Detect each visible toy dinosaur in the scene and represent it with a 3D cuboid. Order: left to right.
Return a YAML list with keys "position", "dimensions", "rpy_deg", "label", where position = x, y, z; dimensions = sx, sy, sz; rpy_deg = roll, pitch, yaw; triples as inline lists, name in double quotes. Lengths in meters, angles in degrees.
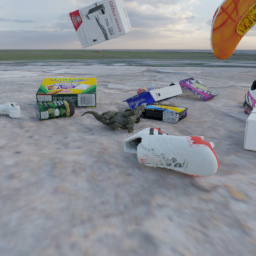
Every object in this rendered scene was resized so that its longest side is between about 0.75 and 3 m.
- position: [-0.355, -0.251, 8.603]
  dimensions: [2.158, 0.830, 1.103]
  rpy_deg: [-10, 7, -12]
  label: "toy dinosaur"

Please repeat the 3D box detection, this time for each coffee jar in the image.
- position: [-2.562, -0.646, 9.901]
  dimensions: [1.290, 0.550, 0.673]
  rpy_deg: [-9, 22, -29]
  label: "coffee jar"

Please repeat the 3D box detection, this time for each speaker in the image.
- position: [2.936, -1.985, 14.087]
  dimensions: [1.725, 0.700, 0.700]
  rpy_deg: [-9, 19, -25]
  label: "speaker"

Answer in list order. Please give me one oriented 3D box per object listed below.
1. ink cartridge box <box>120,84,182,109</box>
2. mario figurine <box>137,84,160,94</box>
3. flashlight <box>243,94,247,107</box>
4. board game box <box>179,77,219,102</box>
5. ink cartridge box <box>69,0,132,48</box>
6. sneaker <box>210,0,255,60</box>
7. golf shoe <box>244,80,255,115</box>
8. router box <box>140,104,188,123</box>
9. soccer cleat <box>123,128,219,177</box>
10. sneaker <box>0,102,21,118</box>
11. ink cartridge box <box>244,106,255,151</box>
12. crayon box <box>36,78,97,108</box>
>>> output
- position: [0.982, -1.188, 11.068]
  dimensions: [1.251, 0.493, 2.517]
  rpy_deg: [-20, -2, 44]
  label: "ink cartridge box"
- position: [1.025, -1.772, 13.515]
  dimensions: [1.202, 0.637, 0.742]
  rpy_deg: [0, 16, -5]
  label: "mario figurine"
- position: [5.179, -1.185, 11.828]
  dimensions: [0.505, 0.503, 1.485]
  rpy_deg: [24, 24, 13]
  label: "flashlight"
- position: [3.335, -1.860, 13.288]
  dimensions: [0.999, 0.269, 1.664]
  rpy_deg: [-25, 51, -35]
  label: "board game box"
- position: [-1.097, -4.278, 11.301]
  dimensions: [2.061, 1.513, 0.854]
  rpy_deg: [-12, 23, 23]
  label: "ink cartridge box"
- position: [2.198, -2.249, 5.182]
  dimensions: [0.758, 2.077, 0.801]
  rpy_deg: [10, 25, -28]
  label: "sneaker"
- position: [4.724, -0.883, 9.455]
  dimensions: [1.018, 1.291, 2.804]
  rpy_deg: [-2, 18, -2]
  label: "golf shoe"
- position: [1.262, -0.544, 9.904]
  dimensions: [1.400, 0.358, 1.044]
  rpy_deg: [10, 20, 31]
  label: "router box"
- position: [0.779, 0.513, 5.775]
  dimensions: [1.047, 0.843, 2.458]
  rpy_deg: [-16, 18, -25]
  label: "soccer cleat"
- position: [-4.299, -0.720, 10.097]
  dimensions: [1.204, 0.482, 0.423]
  rpy_deg: [15, 18, 25]
  label: "sneaker"
- position: [3.886, 0.022, 7.262]
  dimensions: [1.392, 0.804, 1.913]
  rpy_deg: [9, 19, 28]
  label: "ink cartridge box"
- position: [-2.541, -1.565, 12.044]
  dimensions: [2.366, 0.690, 2.041]
  rpy_deg: [-1, 29, -6]
  label: "crayon box"
